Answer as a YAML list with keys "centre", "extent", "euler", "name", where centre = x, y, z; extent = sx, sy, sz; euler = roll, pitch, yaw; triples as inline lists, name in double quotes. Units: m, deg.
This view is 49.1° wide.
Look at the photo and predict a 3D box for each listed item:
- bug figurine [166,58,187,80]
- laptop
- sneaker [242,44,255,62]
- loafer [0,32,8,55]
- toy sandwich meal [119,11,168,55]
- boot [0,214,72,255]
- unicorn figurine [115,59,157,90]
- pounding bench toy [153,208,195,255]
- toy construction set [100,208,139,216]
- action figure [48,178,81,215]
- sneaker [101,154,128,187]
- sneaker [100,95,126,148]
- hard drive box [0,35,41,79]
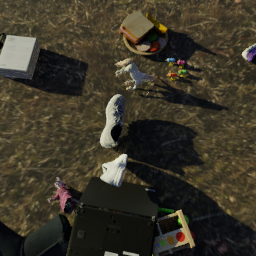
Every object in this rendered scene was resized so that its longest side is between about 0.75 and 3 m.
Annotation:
- centre: [2.130, -2.667, 12.333]
  extent: [0.878, 0.291, 1.133]
  euler: [-1, 67, -1]
  name: "bug figurine"
- centre: [-0.387, 3.210, 9.389]
  extent: [2.613, 1.523, 2.948]
  euler: [9, 75, 5]
  name: "laptop"
- centre: [5.930, -3.534, 12.626]
  extent: [1.644, 0.663, 0.686]
  euler: [-34, 86, -4]
  name: "sneaker"
- centre: [-5.684, -3.852, 12.732]
  extent: [0.501, 0.464, 1.332]
  euler: [-7, 68, -3]
  name: "loafer"
- centre: [0.770, -4.351, 12.767]
  extent: [2.270, 0.777, 2.270]
  euler: [0, 67, 0]
  name: "toy sandwich meal"
- centre: [-3.179, 3.583, 9.228]
  extent: [2.514, 1.143, 2.993]
  euler: [-35, 78, -10]
  name: "boot"
- centre: [0.326, -2.169, 11.715]
  extent: [1.233, 1.795, 0.663]
  euler: [-27, 46, 21]
  name: "unicorn figurine"
- centre: [1.261, 3.212, 9.407]
  extent: [1.455, 1.158, 1.865]
  euler: [-17, 68, -7]
  name: "pounding bench toy"
- centre: [-0.256, 2.850, 9.675]
  extent: [1.432, 0.939, 0.660]
  euler: [2, 67, 1]
  name: "toy construction set"
- centre: [-2.243, 2.352, 10.034]
  extent: [0.907, 1.009, 1.355]
  euler: [-57, 44, 16]
  name: "action figure"
- centre: [-0.491, 1.376, 9.945]
  extent: [0.817, 1.847, 0.695]
  euler: [11, 109, 5]
  name: "sneaker"
- centre: [-0.389, -0.256, 10.833]
  extent: [0.803, 0.881, 2.149]
  euler: [17, 79, -33]
  name: "sneaker"
- centre: [-4.776, -3.113, 12.307]
  extent: [1.365, 0.672, 1.751]
  euler: [7, 67, 3]
  name: "hard drive box"
